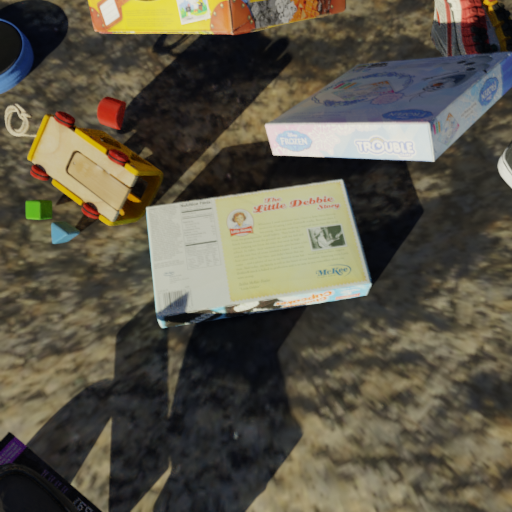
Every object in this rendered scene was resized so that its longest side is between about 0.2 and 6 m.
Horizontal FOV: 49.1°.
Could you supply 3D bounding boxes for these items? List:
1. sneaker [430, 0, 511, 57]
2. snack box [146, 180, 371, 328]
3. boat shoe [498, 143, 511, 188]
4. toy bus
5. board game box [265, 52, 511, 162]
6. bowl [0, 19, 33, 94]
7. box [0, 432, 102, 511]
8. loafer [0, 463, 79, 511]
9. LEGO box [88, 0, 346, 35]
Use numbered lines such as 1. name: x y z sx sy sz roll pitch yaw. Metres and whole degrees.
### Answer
1. sneaker: 3.233 -4.044 9.123 1.148 1.211 2.949 -8 83 -17
2. snack box: -0.008 -0.077 9.283 3.413 0.633 1.983 -8 66 -4
3. boat shoe: 5.463 -1.034 9.533 1.049 0.970 2.841 -30 69 -13
4. toy bus: -2.798 -1.562 9.614 2.275 1.246 2.411 -10 94 21
5. board game box: 1.785 -2.030 7.541 2.411 0.523 2.399 12 40 42
6. bowl: -5.460 -4.011 11.214 1.866 0.366 1.866 0 66 0
7. box: -3.036 3.492 7.325 1.944 0.351 1.390 42 52 -4
8. loafer: -2.264 3.780 6.741 1.088 1.080 2.988 -38 95 -37
9. LEGO box: -0.624 -3.856 7.803 3.038 1.172 2.262 20 37 40
